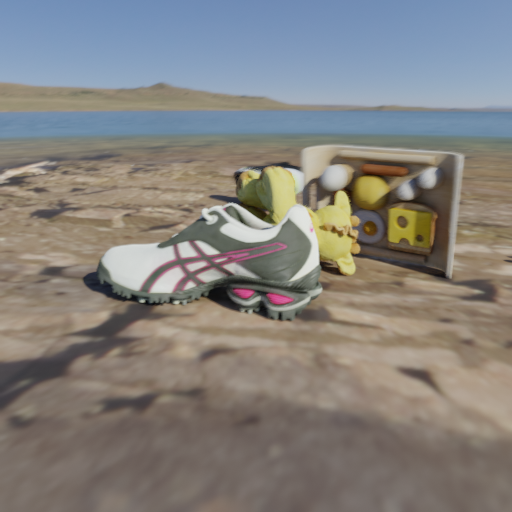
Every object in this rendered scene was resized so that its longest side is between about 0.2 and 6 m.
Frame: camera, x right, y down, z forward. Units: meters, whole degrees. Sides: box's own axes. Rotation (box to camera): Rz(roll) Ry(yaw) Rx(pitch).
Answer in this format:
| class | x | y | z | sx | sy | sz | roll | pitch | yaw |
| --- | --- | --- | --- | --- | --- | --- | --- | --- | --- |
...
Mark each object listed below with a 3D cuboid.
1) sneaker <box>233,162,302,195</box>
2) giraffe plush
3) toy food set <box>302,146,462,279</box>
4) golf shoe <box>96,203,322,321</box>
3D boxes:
| class | x | y | z | sx | sy | sz | roll | pitch | yaw |
| --- | --- | --- | --- | --- | --- | --- | --- | --- | --- |
| sneaker | 0.470 | -1.878 | 14.413 | 1.146 | 0.992 | 2.767 | -26 | 22 | -27 |
| giraffe plush | 0.753 | -0.431 | 8.881 | 1.708 | 1.817 | 2.106 | 2 | 18 | -33 |
| toy food set | 1.967 | -0.748 | 9.172 | 2.663 | 1.911 | 0.804 | 12 | 25 | 34 |
| golf shoe | -0.694 | -0.065 | 7.732 | 3.263 | 1.437 | 1.260 | 3 | 17 | 17 |
